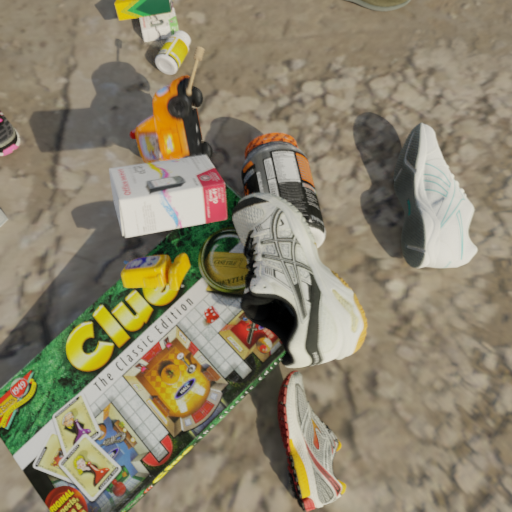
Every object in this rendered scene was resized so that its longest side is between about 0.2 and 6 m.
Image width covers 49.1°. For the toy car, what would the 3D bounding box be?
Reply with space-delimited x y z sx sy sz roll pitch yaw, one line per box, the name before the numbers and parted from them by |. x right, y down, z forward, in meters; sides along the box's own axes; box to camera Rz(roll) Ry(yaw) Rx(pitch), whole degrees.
toy car | -1.708 -1.359 9.188 1.314 1.937 3.949 -4 43 12

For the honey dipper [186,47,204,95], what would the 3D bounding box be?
honey dipper | -1.040 -3.106 9.436 0.155 0.155 0.817 13 87 7

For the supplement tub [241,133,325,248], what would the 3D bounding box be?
supplement tub | 0.449 -1.120 10.363 1.318 1.318 2.150 -8 63 -4

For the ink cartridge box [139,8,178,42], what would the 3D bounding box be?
ink cartridge box | -2.273 -5.392 13.074 0.848 0.356 0.617 -12 64 -6

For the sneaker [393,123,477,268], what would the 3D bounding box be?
sneaker | 3.378 -1.117 10.631 1.217 1.069 3.038 6 67 -11

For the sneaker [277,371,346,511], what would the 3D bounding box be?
sneaker | 0.833 2.809 8.739 0.842 0.798 2.049 -10 73 -10

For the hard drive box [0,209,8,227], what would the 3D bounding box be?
hard drive box | -5.716 -0.566 10.480 1.203 0.593 1.544 32 67 15

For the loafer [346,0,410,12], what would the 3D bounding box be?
loafer | 2.599 -6.551 13.397 2.385 0.831 0.897 13 64 6

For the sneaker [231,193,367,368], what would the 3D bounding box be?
sneaker | 0.240 0.227 7.702 1.285 1.109 2.932 -18 52 -24

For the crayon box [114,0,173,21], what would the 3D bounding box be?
crayon box | -2.562 -5.883 12.942 1.211 0.409 1.404 -8 36 -1

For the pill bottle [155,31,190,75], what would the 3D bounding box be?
pill bottle | -1.841 -4.574 12.559 0.533 0.533 0.949 19 65 10

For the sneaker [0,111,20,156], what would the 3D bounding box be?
sneaker | -5.643 -2.953 11.498 0.799 0.948 2.167 -32 67 -15

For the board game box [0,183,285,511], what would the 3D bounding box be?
board game box | -1.476 1.546 8.798 5.322 0.624 2.788 -44 68 -6

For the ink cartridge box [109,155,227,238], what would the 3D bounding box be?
ink cartridge box | -1.194 -0.834 7.560 1.398 0.598 1.032 -10 36 -17
